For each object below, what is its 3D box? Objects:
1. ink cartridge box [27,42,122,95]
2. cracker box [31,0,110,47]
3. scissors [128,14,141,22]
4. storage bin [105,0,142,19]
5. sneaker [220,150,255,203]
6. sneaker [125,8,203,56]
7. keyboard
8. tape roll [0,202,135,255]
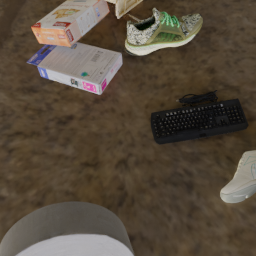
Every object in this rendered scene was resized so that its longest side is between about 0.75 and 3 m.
[{"bbox_3d":[-1.633,-2.003,8.705,2.549,0.535,1.521,20,56,15],"label":"ink cartridge box"},{"bbox_3d":[-1.805,-3.499,9.000,1.455,0.627,2.172,15,54,31],"label":"cracker box"},{"bbox_3d":[0.658,-3.562,9.819,1.666,0.116,0.610,23,66,3],"label":"scissors"},{"bbox_3d":[-0.871,-4.925,9.634,2.324,1.089,2.307,24,47,12],"label":"storage bin"},{"bbox_3d":[3.137,1.162,7.245,2.219,0.780,0.889,-25,54,-20],"label":"sneaker"},{"bbox_3d":[1.140,-3.252,8.932,2.728,1.209,1.049,-21,55,-4],"label":"sneaker"},{"bbox_3d":[1.995,-0.442,8.082,2.792,0.553,1.453,-10,62,-6],"label":"keyboard"},{"bbox_3d":[-1.147,2.710,5.360,2.591,2.591,0.856,-18,28,-9],"label":"tape roll"}]
